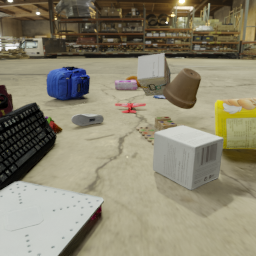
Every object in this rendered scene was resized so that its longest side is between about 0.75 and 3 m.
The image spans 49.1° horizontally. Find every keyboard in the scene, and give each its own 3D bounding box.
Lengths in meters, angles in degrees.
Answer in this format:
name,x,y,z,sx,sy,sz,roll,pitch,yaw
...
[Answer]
name,x,y,z,sx,sy,sz,roll,pitch,yaw
keyboard,-2.511,0.039,6.123,0.373,1.745,2.906,-32,11,14

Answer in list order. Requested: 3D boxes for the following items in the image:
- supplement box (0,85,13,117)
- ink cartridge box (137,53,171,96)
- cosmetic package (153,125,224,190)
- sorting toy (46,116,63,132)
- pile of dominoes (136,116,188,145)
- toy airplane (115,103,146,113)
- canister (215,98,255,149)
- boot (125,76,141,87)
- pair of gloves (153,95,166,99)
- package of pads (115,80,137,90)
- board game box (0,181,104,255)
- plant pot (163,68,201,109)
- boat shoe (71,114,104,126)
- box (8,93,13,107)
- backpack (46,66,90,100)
name,x,y,z,sx,sy,sz,roll,pitch,yaw
supplement box,-4.059,-0.038,6.336,2.771,1.508,0.844,-12,-18,-35
ink cartridge box,0.908,-1.770,9.472,0.896,0.900,1.227,-3,-21,17
cosmetic package,1.187,0.547,5.685,0.887,0.887,1.076,-12,21,-35
sorting toy,-2.357,-0.100,8.886,0.397,0.400,1.154,17,9,-30
pile of dominoes,1.274,0.094,8.098,1.658,0.339,2.127,-4,17,-14
toy airplane,0.096,-0.823,11.230,1.298,0.239,1.298,-1,17,0
canister,3.465,-0.101,6.307,2.847,1.232,2.114,-2,-3,18
boot,0.848,-2.741,16.763,1.840,0.647,1.317,-10,20,-39
pair of gloves,1.759,-1.564,13.863,0.812,0.115,1.010,15,24,35
package of pads,-0.115,-2.489,16.187,1.301,0.492,0.784,0,17,-1
board game box,-1.505,1.393,4.072,1.780,0.230,1.780,6,18,19
plant pot,1.776,-1.301,8.728,1.117,0.974,1.117,16,36,-12
boat shoe,-1.375,-0.308,9.337,1.105,0.397,0.363,-9,13,-27
box,-5.558,-0.882,10.581,2.061,0.772,1.032,-13,22,-41
backpack,-2.837,-2.140,13.346,1.571,1.521,1.872,15,22,34
